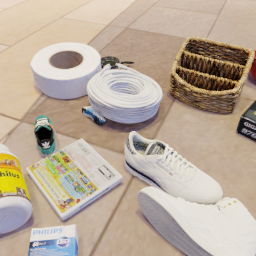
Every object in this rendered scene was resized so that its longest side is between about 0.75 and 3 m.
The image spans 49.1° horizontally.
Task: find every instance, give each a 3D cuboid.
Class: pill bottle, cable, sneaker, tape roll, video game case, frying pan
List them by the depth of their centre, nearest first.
[{"bbox_3d":[1.646,2.010,6.390,2.738,1.009,1.582,37,51,22],"label":"sneaker"},{"bbox_3d":[-3.155,1.372,6.860,1.177,1.177,2.155,-19,46,-20],"label":"pill bottle"},{"bbox_3d":[1.091,1.065,7.258,2.824,1.137,1.079,23,45,22],"label":"sneaker"},{"bbox_3d":[-1.479,1.266,7.627,1.851,0.233,2.034,-30,48,-28],"label":"video game case"},{"bbox_3d":[-2.563,0.066,8.656,0.650,0.728,1.822,-15,44,-16],"label":"sneaker"},{"bbox_3d":[-1.066,-0.494,9.545,0.490,0.424,1.132,-28,49,-35],"label":"sneaker"},{"bbox_3d":[-0.142,-1.172,9.703,2.595,0.899,2.596,25,40,18],"label":"cable"},{"bbox_3d":[-2.386,-2.323,11.049,2.668,0.933,2.668,1,46,-1],"label":"tape roll"},{"bbox_3d":[-0.530,-2.931,12.381,1.496,0.243,0.905,-8,43,-12],"label":"frying pan"}]

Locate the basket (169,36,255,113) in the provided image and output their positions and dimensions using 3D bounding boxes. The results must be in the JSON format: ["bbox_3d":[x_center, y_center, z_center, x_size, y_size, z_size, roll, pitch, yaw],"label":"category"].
[{"bbox_3d":[2.836,-1.895,9.974,2.558,1.906,1.826,23,47,22],"label":"basket"}]

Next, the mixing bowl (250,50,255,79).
[{"bbox_3d":[5.632,-2.401,11.052,1.887,1.022,1.887,-2,28,1],"label":"mixing bowl"}]

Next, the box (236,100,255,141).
[{"bbox_3d":[5.325,-0.044,8.811,2.933,0.675,2.331,31,51,30],"label":"box"}]

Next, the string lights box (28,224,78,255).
[{"bbox_3d":[-1.513,2.942,5.571,0.968,0.556,1.884,-4,42,-4],"label":"string lights box"}]
